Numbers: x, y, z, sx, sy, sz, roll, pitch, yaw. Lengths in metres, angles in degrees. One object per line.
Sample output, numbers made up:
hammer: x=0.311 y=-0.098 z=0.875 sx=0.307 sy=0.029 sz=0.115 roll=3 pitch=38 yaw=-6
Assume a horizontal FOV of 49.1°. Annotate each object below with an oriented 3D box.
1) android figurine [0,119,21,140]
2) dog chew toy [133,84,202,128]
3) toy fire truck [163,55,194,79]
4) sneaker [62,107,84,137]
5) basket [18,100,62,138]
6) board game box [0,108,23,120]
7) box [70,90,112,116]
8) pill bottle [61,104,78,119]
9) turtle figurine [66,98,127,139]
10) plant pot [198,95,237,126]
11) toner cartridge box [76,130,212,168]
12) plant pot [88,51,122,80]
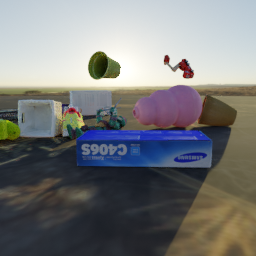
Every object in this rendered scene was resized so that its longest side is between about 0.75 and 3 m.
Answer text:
android figurine: x=-4.038 y=0.089 z=6.882 sx=2.589 sy=0.584 sz=2.844 roll=-6 pitch=9 yaw=-37
dog chew toy: x=1.297 y=-0.662 z=9.524 sx=2.399 sy=1.494 sz=1.494 roll=-11 pitch=12 yaw=-21
toy fire truck: x=2.230 y=-2.705 z=12.410 sx=1.003 sy=0.347 sz=1.422 roll=-10 pitch=55 yaw=-12
sneaker: x=-1.593 y=-0.217 z=8.245 sx=0.690 sy=0.797 sz=1.766 roll=-3 pitch=7 yaw=-12
basket: x=-2.447 y=-0.287 z=7.964 sx=1.039 sy=1.030 sz=0.836 roll=1 pitch=6 yaw=7
board game box: x=-4.828 y=-0.676 z=12.814 sx=2.813 sy=0.396 sz=1.902 roll=-6 pitch=10 yaw=-36
box: x=-1.876 y=-1.277 z=14.072 sx=1.961 sy=1.219 sz=0.956 roll=-3 pitch=9 yaw=-18
pill bottle: x=-2.719 y=-0.667 z=11.727 sx=1.215 sy=0.683 sz=0.683 roll=0 pitch=8 yaw=-6
turtle figurine: x=-0.630 y=-0.137 z=7.402 sx=1.795 sy=0.904 sz=1.344 roll=-23 pitch=4 yaw=-30
plant pot: x=3.212 y=-0.512 z=9.996 sx=1.177 sy=1.097 sz=1.097 roll=17 pitch=11 yaw=9
toner cartridge box: x=0.287 y=0.358 z=5.275 sx=2.312 sy=0.499 sz=1.098 roll=0 pitch=9 yaw=4
plant pot: x=-0.683 y=-1.923 z=8.988 sx=0.909 sy=0.909 sz=0.835 roll=6 pitch=2 yaw=37
